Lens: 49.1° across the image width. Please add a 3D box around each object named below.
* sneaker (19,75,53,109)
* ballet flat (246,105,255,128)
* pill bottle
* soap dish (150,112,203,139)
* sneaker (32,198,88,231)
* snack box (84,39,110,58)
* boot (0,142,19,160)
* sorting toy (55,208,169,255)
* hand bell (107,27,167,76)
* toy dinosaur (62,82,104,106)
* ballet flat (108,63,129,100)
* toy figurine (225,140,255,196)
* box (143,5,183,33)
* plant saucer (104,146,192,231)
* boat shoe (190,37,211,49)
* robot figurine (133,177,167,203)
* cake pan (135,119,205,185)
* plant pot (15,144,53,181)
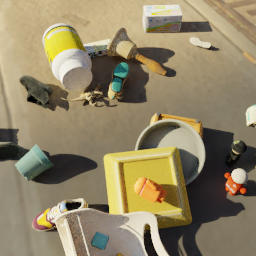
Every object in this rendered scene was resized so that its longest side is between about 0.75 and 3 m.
[{"bbox_3d":[-3.899,-1.487,11.501,1.939,0.582,1.011,23,50,13],"label":"sneaker"},{"bbox_3d":[5.287,0.118,9.742,2.773,0.935,0.865,22,64,-6],"label":"ballet flat"},{"bbox_3d":[-2.558,-3.014,12.014,1.666,1.666,2.963,-17,54,-13],"label":"pill bottle"},{"bbox_3d":[1.668,0.268,9.970,1.955,0.794,1.538,10,52,9],"label":"soap dish"},{"bbox_3d":[-2.019,2.466,8.237,1.689,0.761,0.633,-18,54,-14],"label":"sneaker"},{"bbox_3d":[-1.465,-3.816,13.494,1.571,0.291,0.913,-16,47,-11],"label":"snack box"},{"bbox_3d":[-4.973,0.325,9.921,2.308,0.782,1.508,-4,53,0],"label":"boot"},{"bbox_3d":[-0.146,3.364,7.051,2.616,1.552,2.906,-16,53,-14],"label":"sorting toy"},{"bbox_3d":[0.563,-3.197,12.719,2.785,1.450,1.450,35,59,10],"label":"hand bell"},{"bbox_3d":[-1.664,-1.256,11.476,1.924,0.560,0.973,-30,42,-31],"label":"toy dinosaur"},{"bbox_3d":[-0.455,-1.990,11.848,0.698,0.641,2.033,23,49,-6],"label":"ballet flat"},{"bbox_3d":[3.958,1.331,8.880,1.662,1.175,1.689,11,52,9],"label":"toy figurine"},{"bbox_3d":[1.779,-5.689,14.603,1.904,0.965,1.071,-3,52,-3],"label":"box"},{"bbox_3d":[0.593,1.775,8.412,2.445,0.592,2.444,-6,72,-5],"label":"plant saucer"},{"bbox_3d":[3.586,-4.146,13.848,1.133,0.323,0.379,29,91,26],"label":"boat shoe"},{"bbox_3d":[0.588,1.710,7.764,0.945,0.680,0.551,26,90,9],"label":"robot figurine"},{"bbox_3d":[1.354,0.828,9.103,2.212,0.406,2.212,0,87,9],"label":"cake pan"},{"bbox_3d":[-3.116,1.187,9.224,0.926,0.946,0.946,-41,62,-19],"label":"plant pot"}]
